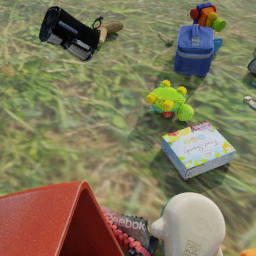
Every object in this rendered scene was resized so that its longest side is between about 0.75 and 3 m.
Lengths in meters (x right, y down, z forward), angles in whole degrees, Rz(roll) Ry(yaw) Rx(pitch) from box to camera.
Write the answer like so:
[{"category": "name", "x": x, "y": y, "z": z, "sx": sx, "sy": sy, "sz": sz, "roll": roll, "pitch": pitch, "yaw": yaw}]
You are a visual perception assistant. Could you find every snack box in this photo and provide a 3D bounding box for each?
[{"category": "snack box", "x": 1.918, "y": 0.579, "z": 7.790, "sx": 1.557, "sy": 0.527, "sz": 1.313, "roll": -18, "pitch": 47, "yaw": -16}]

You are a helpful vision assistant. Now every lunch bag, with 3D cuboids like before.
[{"category": "lunch bag", "x": 2.617, "y": -3.198, "z": 10.972, "sx": 1.410, "sy": 1.373, "sz": 2.075, "roll": 8, "pitch": 46, "yaw": 7}]

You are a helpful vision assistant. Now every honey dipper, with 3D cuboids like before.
[{"category": "honey dipper", "x": 1.693, "y": -4.131, "z": 12.748, "sx": 0.212, "sy": 0.212, "sz": 1.119, "roll": -20, "pitch": 47, "yaw": -19}]

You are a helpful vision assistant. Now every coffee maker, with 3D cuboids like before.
[{"category": "coffee maker", "x": -1.431, "y": -2.478, "z": 7.046, "sx": 0.884, "sy": 1.312, "sz": 1.260, "roll": -7, "pitch": 69, "yaw": 42}]

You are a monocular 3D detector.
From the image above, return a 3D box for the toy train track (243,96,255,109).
[{"category": "toy train track", "x": 4.437, "y": -0.618, "z": 9.196, "sx": 0.883, "sy": 0.250, "sz": 1.540, "roll": -20, "pitch": 48, "yaw": -20}]

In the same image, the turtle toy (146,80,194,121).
[{"category": "turtle toy", "x": 1.363, "y": -0.774, "z": 8.946, "sx": 1.603, "sy": 0.810, "sz": 1.168, "roll": 28, "pitch": 51, "yaw": 25}]

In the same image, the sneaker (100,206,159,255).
[{"category": "sneaker", "x": -0.021, "y": 2.190, "z": 6.140, "sx": 1.666, "sy": 0.589, "sz": 0.814, "roll": 33, "pitch": 54, "yaw": 26}]

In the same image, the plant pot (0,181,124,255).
[{"category": "plant pot", "x": -1.818, "y": 2.760, "z": 4.129, "sx": 2.619, "sy": 2.972, "sz": 2.970, "roll": -1, "pitch": 44, "yaw": 15}]

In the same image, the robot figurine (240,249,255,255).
[{"category": "robot figurine", "x": 2.704, "y": 2.828, "z": 5.293, "sx": 1.536, "sy": 1.105, "sz": 0.896, "roll": 3, "pitch": 76, "yaw": 2}]

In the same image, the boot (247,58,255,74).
[{"category": "boot", "x": 5.549, "y": -1.913, "z": 10.194, "sx": 2.147, "sy": 0.749, "sz": 1.413, "roll": 4, "pitch": 50, "yaw": 11}]

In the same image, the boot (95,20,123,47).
[{"category": "boot", "x": -1.021, "y": -4.233, "z": 12.647, "sx": 1.434, "sy": 0.541, "sz": 1.637, "roll": -3, "pitch": 42, "yaw": 15}]

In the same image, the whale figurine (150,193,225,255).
[{"category": "whale figurine", "x": 1.141, "y": 2.379, "z": 5.803, "sx": 1.628, "sy": 1.062, "sz": 2.046, "roll": 24, "pitch": 70, "yaw": -6}]

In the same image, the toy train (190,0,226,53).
[{"category": "toy train", "x": 3.404, "y": -4.532, "z": 11.451, "sx": 1.128, "sy": 2.665, "sz": 1.542, "roll": -19, "pitch": 52, "yaw": -18}]
